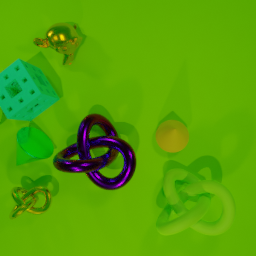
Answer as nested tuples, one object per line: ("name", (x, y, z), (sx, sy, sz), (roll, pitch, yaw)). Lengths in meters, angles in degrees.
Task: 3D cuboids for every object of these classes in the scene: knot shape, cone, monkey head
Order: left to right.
("cone", (-2.739, 0.705, 7.522), (1.058, 1.058, 1.062), (47, 114, 2))
("knot shape", (-2.568, 1.899, 7.066), (1.108, 1.036, 0.512), (10, 121, 18))
("monkey head", (-1.766, -2.269, 7.531), (0.858, 1.025, 1.424), (41, 54, 18))
("knot shape", (-0.757, 0.490, 7.045), (2.005, 0.927, 1.877), (11, 54, -3))
("cone", (1.149, 0.120, 7.054), (0.886, 0.889, 0.886), (-1, 77, 4))
("knot shape", (1.517, 1.749, 6.955), (1.938, 1.814, 0.896), (-17, 131, 7))

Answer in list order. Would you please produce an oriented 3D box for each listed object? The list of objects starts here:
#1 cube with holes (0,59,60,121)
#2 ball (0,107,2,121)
("cube with holes", (-2.643, -0.925, 7.195), (1.046, 1.046, 1.046), (-35, 83, 8))
("ball", (-3.888, -0.395, 7.266), (1.144, 1.144, 1.144), (0, 87, 0))
